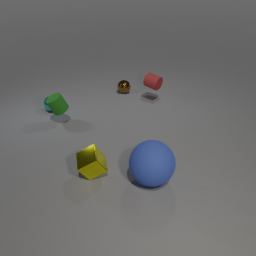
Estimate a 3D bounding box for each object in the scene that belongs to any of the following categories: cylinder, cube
[{"bbox_3d":[1.218,-2.254,13.580,0.700,0.700,0.700,28,40,26],"label":"cylinder"},{"bbox_3d":[-1.139,1.077,8.815,0.700,0.700,0.700,-28,43,12],"label":"cube"},{"bbox_3d":[-2.921,-0.991,11.583,0.700,0.700,0.700,-20,37,15],"label":"cylinder"}]

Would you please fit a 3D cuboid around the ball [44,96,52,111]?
[{"bbox_3d":[-3.510,-1.117,12.852,0.700,0.700,0.700,0,31,0],"label":"ball"}]

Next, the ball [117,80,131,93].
[{"bbox_3d":[-0.209,-2.164,14.673,0.700,0.700,0.700,0,31,0],"label":"ball"}]

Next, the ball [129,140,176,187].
[{"bbox_3d":[0.727,1.056,8.434,1.400,1.400,1.400,0,31,0],"label":"ball"}]
